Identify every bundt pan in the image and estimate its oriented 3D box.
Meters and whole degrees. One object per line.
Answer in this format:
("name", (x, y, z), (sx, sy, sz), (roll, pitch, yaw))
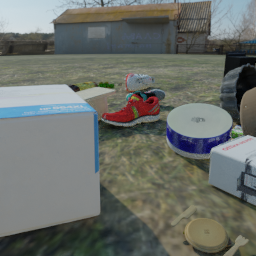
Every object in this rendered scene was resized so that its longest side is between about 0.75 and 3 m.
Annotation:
("bundt pan", (3.840, -1.108, 9.621), (2.088, 2.088, 0.784), (-16, 11, -39))

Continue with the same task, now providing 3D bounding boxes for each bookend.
("bookend", (5.250, -2.168, 12.303), (1.035, 2.248, 2.234), (-5, 18, -14))

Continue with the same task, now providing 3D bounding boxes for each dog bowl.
("dog bowl", (1.862, 0.035, 7.399), (1.685, 0.664, 1.685), (-5, 35, 3))

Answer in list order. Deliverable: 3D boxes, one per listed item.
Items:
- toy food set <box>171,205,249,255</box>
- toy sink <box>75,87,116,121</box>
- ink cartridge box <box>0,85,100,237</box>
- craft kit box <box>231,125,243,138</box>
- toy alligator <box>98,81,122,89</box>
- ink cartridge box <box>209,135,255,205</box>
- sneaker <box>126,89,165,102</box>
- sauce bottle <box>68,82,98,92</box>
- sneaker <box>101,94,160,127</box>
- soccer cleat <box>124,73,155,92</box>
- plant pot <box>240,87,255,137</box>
("toy food set", (1.183, 1.611, 4.190), (0.681, 0.198, 0.986), (-23, 34, -35))
("toy sink", (-1.385, -0.785, 10.139), (1.139, 0.979, 1.747), (17, 30, 41))
("ink cartridge box", (-1.819, 0.265, 5.418), (1.847, 1.896, 2.950), (-6, 20, -20))
("craft kit box", (3.604, 0.167, 8.508), (0.834, 0.202, 0.823), (12, 19, 33))
("toy alligator", (-1.118, -2.285, 15.609), (1.613, 0.478, 0.438), (-7, -21, -21))
("ink cartridge box", (2.732, 0.876, 5.343), (1.390, 0.798, 1.914), (-14, 23, -36))
("sneaker", (0.773, -1.290, 11.987), (1.745, 0.730, 1.054), (-7, 13, 3))
("sauce bottle", (-2.472, -1.798, 13.564), (0.748, 0.748, 2.266), (15, 22, 38))
("sneaker", (0.101, -0.658, 9.684), (2.352, 0.999, 0.906), (-12, 22, -33))
("soccer cleat", (0.677, -2.593, 15.688), (1.222, 0.985, 2.869), (3, 13, 20))
("plant pot", (4.145, -0.269, 6.545), (2.479, 2.842, 2.842), (-9, 8, 41))
